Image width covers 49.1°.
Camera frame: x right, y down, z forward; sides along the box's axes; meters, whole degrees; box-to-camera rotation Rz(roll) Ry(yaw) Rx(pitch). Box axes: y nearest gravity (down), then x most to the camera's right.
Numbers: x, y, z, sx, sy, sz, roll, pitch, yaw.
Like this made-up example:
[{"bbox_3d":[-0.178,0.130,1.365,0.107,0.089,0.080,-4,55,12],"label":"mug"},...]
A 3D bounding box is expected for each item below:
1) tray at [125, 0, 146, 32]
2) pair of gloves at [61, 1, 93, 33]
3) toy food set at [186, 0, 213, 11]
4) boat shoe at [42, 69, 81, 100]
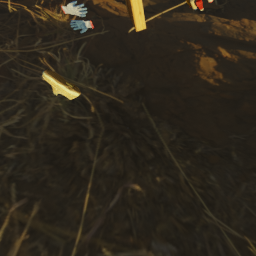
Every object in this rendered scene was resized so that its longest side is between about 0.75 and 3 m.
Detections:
[{"bbox_3d":[0.114,-4.526,9.382,0.427,2.307,1.138,-19,60,2],"label":"tray"},{"bbox_3d":[-1.118,-2.483,6.305,0.636,0.791,0.090,9,59,28],"label":"pair of gloves"},{"bbox_3d":[1.996,-3.443,7.563,0.825,0.371,0.394,-9,67,27],"label":"toy food set"},{"bbox_3d":[-1.609,-0.946,6.542,0.417,1.096,0.393,-38,49,17],"label":"boat shoe"}]
